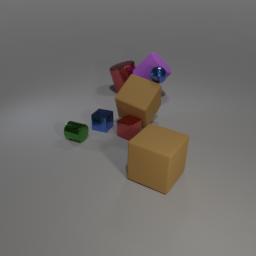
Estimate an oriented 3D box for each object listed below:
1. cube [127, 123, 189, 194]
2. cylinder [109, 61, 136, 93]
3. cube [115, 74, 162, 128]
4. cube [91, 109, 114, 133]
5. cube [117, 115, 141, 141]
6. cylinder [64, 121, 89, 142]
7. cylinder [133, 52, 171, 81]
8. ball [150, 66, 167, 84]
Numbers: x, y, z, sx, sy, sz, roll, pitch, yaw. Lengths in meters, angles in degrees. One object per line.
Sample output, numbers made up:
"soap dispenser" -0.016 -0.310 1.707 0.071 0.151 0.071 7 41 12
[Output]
"cube" 0.926 0.902 8.694 1.400 1.400 1.400 18 34 27
"cylinder" -0.143 -2.712 15.004 1.400 1.400 1.400 -15 25 7
"cube" 0.458 -1.098 11.570 1.400 1.400 1.400 24 65 19
"cube" -1.058 -0.322 11.693 0.700 0.700 0.700 11 31 19
"cube" 0.047 -0.011 11.126 0.700 0.700 0.700 22 36 34
"cylinder" -2.006 0.126 10.869 0.700 0.700 0.700 13 31 23
"cylinder" 1.192 -2.806 13.985 1.400 1.400 1.400 38 28 -24
"ball" 1.229 -2.143 11.357 0.700 0.700 0.700 0 29 0
